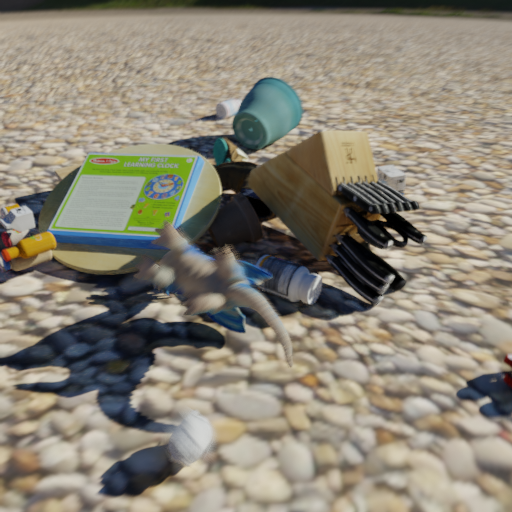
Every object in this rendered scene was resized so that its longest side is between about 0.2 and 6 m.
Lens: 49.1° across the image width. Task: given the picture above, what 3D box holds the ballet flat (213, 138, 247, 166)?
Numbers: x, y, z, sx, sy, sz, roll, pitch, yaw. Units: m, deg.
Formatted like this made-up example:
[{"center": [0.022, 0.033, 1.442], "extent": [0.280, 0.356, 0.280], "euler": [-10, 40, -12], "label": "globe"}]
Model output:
[{"center": [-0.534, -2.348, 14.170], "extent": [0.792, 0.742, 2.188], "euler": [11, 25, -22], "label": "ballet flat"}]

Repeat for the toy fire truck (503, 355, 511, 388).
[{"center": [3.760, 1.593, 7.417], "extent": [0.721, 0.481, 0.859], "euler": [7, 20, -41], "label": "toy fire truck"}]

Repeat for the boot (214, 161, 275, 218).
[{"center": [-0.210, -1.479, 12.360], "extent": [2.311, 0.863, 1.120], "euler": [19, 33, 26], "label": "boot"}]

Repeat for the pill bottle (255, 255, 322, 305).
[{"center": [0.515, 0.407, 9.266], "extent": [1.056, 0.615, 0.615], "euler": [19, 34, 28], "label": "pill bottle"}]

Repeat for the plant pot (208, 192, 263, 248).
[{"center": [-0.470, -0.603, 10.846], "extent": [0.877, 1.005, 1.005], "euler": [-26, 35, -11], "label": "plant pot"}]

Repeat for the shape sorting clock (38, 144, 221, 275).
[{"center": [-2.444, -1.011, 10.970], "extent": [3.581, 0.703, 3.581], "euler": [-5, 52, 6], "label": "shape sorting clock"}]

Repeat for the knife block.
[{"center": [1.372, -0.565, 10.224], "extent": [1.123, 3.083, 3.511], "euler": [-6, -6, -32], "label": "knife block"}]

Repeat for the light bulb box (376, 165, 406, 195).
[{"center": [3.068, -1.642, 12.835], "extent": [0.418, 0.669, 0.664], "euler": [-9, 31, -12], "label": "light bulb box"}]

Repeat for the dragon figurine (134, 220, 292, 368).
[{"center": [-0.524, 0.459, 8.171], "extent": [3.588, 1.056, 1.784], "euler": [23, -5, 31], "label": "dragon figurine"}]

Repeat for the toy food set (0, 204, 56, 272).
[{"center": [-4.375, -0.259, 10.130], "extent": [0.852, 0.904, 1.893], "euler": [-23, 41, -35], "label": "toy food set"}]

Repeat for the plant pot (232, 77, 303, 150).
[{"center": [0.208, -3.939, 16.047], "extent": [1.753, 1.753, 1.647], "euler": [16, 48, 26], "label": "plant pot"}]

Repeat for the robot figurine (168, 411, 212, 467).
[{"center": [-0.737, 2.057, 6.310], "extent": [0.395, 0.594, 0.700], "euler": [10, 11, 12], "label": "robot figurine"}]

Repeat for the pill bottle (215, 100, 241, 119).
[{"center": [-0.879, -4.965, 18.868], "extent": [0.536, 0.536, 0.986], "euler": [20, 34, 31], "label": "pill bottle"}]

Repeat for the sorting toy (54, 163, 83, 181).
[{"center": [-3.423, -1.613, 12.790], "extent": [1.807, 0.629, 1.796], "euler": [-19, 34, -25], "label": "sorting toy"}]
